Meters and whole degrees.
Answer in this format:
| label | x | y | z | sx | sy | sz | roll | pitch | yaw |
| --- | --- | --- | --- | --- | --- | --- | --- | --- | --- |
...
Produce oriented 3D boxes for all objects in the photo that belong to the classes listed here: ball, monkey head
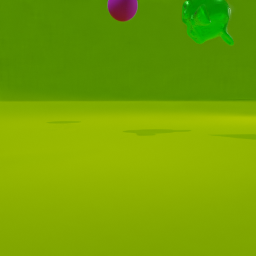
| label | x | y | z | sx | sy | sz | roll | pitch | yaw |
| --- | --- | --- | --- | --- | --- | --- | --- | --- | --- |
| ball | -0.189 | -4.340 | 9.928 | 1.065 | 1.065 | 1.065 | 0 | 6 | 0 |
| monkey head | 2.036 | -2.819 | 6.954 | 1.131 | 1.876 | 1.350 | -24 | 10 | 0 |
